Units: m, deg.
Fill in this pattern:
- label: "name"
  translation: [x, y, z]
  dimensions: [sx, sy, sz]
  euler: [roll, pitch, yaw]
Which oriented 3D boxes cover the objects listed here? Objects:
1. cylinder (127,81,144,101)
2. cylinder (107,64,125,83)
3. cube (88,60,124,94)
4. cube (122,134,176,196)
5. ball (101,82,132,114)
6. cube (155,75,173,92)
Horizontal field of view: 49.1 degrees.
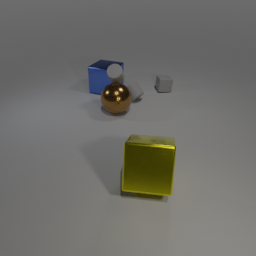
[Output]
- label: "cylinder"
  translation: [0.307, -1.793, 13.675]
  dimensions: [0.700, 0.700, 0.700]
  euler: [-31, 86, -40]
- label: "cylinder"
  translation: [-0.549, -2.429, 12.626]
  dimensions: [0.700, 0.700, 0.700]
  euler: [6, -12, 10]
- label: "cube"
  translation: [-1.122, -2.636, 14.603]
  dimensions: [1.400, 1.400, 1.400]
  euler: [12, 32, 19]
- label: "cube"
  translation: [0.638, 1.026, 8.237]
  dimensions: [1.400, 1.400, 1.400]
  euler: [4, 9, 7]
- label: "ball"
  translation: [-0.524, -1.327, 12.524]
  dimensions: [1.400, 1.400, 1.400]
  euler: [0, 31, 0]
- label: "cube"
  translation: [1.890, -2.341, 14.754]
  dimensions: [0.700, 0.700, 0.700]
  euler: [0, 30, -12]
